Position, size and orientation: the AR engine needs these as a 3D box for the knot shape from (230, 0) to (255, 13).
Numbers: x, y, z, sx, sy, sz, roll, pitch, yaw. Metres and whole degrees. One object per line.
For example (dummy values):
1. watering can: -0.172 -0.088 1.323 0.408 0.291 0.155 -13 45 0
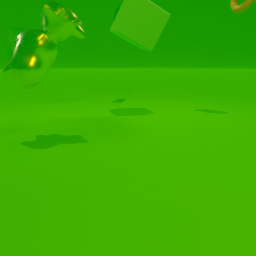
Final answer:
1. knot shape: 3.395 -3.932 8.053 1.324 1.239 0.612 41 42 16

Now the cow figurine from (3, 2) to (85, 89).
1. cow figurine: -1.556 -1.484 5.132 0.871 1.586 1.561 30 -18 -36

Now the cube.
1. cube: 0.330 -3.203 8.559 1.205 1.205 1.205 23 14 -23

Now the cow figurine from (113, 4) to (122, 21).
1. cow figurine: -0.150 -4.561 11.081 0.697 1.249 1.269 10 0 10
